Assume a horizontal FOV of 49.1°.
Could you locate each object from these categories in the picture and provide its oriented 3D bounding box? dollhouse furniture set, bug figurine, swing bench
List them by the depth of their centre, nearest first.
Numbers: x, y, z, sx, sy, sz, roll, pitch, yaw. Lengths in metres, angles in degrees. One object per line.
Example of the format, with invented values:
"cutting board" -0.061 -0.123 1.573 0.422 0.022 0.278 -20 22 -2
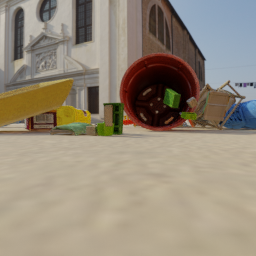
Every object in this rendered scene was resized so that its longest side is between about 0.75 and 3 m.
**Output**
"dollhouse furniture set" -0.786 -0.179 5.346 1.214 0.609 0.795 1 1 26
"dollhouse furniture set" 1.661 -0.606 6.816 1.478 0.739 0.571 4 18 -14
"swing bench" 2.738 -0.733 9.010 0.871 1.336 1.343 42 -8 -14
"bug figurine" -0.215 -0.288 12.111 1.590 0.528 2.050 -3 3 7

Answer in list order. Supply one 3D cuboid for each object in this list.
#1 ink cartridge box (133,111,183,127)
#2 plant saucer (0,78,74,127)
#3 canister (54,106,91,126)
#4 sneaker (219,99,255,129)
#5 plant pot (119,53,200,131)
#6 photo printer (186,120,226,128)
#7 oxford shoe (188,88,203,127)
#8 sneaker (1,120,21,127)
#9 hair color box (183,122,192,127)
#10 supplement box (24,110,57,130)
"ink cartridge box" 1.328 -0.376 12.177 1.513 0.690 1.837 0 1 38
"plant saucer" -3.098 -0.597 7.414 2.795 0.677 2.795 -23 17 -31
"canister" -2.411 -0.405 11.125 1.439 0.839 1.938 0 0 11
"sneaker" 3.532 -0.351 9.054 1.106 0.930 2.821 -10 1 -3
"plant pot" 0.923 -0.874 8.507 2.149 2.149 2.090 0 -6 5
"photo printer" 3.799 -0.456 12.033 2.045 0.853 2.458 0 2 -22
"oxford shoe" 2.625 -0.716 10.656 0.840 0.825 2.317 -20 -26 6
"sneaker" -6.258 -0.400 12.827 2.699 1.022 1.040 -1 -22 7
"hair color box" 2.835 -0.422 13.782 2.370 0.718 1.173 -1 2 -8
"supplement box" -2.695 -0.247 8.567 0.771 0.598 1.397 -1 1 -26
